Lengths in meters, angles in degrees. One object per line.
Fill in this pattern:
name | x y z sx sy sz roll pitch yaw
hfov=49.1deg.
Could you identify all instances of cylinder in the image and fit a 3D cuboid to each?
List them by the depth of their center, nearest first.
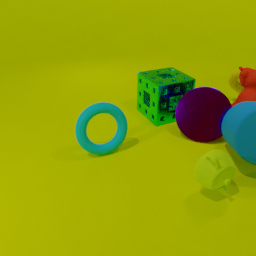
cylinder | 2.984 0.079 6.547 1.300 1.300 1.300 3 11 6

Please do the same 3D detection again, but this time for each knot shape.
knot shape | 4.219 -1.695 9.148 2.062 0.953 1.929 -14 -12 -33

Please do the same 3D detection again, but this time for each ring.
ring | -0.652 0.027 7.088 1.377 1.377 0.275 -12 20 -20

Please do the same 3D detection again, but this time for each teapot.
teapot | 1.791 0.909 5.635 0.837 1.345 0.659 -37 46 -5

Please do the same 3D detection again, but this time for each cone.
cone | 2.296 -0.394 8.432 1.544 1.544 1.550 10 5 17

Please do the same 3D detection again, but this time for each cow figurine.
cow figurine | 3.324 -0.881 7.894 1.498 1.522 0.836 50 23 8

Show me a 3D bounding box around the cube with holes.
cube with holes | 1.169 -1.053 8.984 1.317 1.317 1.317 -13 33 -22
